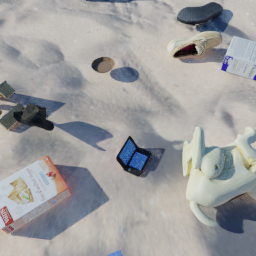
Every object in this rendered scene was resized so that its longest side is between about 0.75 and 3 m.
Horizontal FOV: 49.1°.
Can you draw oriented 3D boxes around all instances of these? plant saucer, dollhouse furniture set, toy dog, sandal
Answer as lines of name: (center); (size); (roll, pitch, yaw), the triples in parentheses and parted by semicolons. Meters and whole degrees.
plant saucer: (-0.873, -2.188, 9.862); (0.834, 0.153, 0.834); (-3, 53, 4)
dollhouse furniture set: (-3.917, -0.620, 8.971); (1.152, 0.938, 1.095); (45, 63, -10)
toy dog: (2.736, 1.119, 6.805); (2.499, 1.744, 2.423); (4, 62, 1)
sandal: (3.103, -4.745, 11.911); (2.482, 0.531, 0.944); (-23, 63, -28)

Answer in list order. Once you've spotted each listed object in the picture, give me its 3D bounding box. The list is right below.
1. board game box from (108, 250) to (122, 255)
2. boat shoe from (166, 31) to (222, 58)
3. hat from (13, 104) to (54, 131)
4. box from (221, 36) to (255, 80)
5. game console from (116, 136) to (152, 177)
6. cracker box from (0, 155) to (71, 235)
board game box: (-0.023, 3.229, 5.410); (0.298, 1.374, 1.367); (-18, 55, -10)
boat shoe: (2.535, -3.002, 10.443); (2.107, 0.777, 0.729); (-12, 56, 3)
hat: (-2.659, -0.413, 8.135); (1.327, 1.327, 0.535); (27, 99, 18)
box: (4.225, -2.500, 10.038); (1.377, 0.722, 1.266); (21, 56, 16)
game console: (0.182, 0.777, 7.758); (0.748, 0.515, 0.868); (22, 57, 16)
cracker box: (-2.517, 1.644, 7.117); (1.769, 0.510, 1.185); (-31, 59, -20)
